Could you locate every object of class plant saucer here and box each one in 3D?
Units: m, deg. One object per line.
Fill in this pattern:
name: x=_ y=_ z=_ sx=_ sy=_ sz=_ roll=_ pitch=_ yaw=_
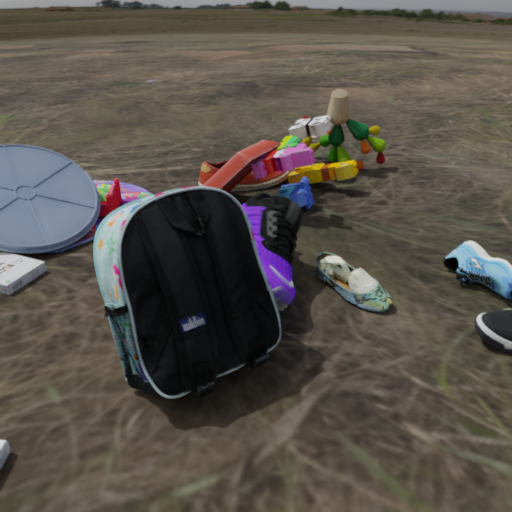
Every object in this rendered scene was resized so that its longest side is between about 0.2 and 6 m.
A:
plant saucer: x=-0.551 y=-1.990 z=13.478 sx=0.389 sy=2.116 sz=2.121 roll=50 pitch=30 yaw=-3

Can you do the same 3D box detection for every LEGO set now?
LEGO set: x=1.561 y=-2.394 z=14.444 sx=1.790 sy=1.664 sz=4.362 roll=-6 pitch=24 yaw=22

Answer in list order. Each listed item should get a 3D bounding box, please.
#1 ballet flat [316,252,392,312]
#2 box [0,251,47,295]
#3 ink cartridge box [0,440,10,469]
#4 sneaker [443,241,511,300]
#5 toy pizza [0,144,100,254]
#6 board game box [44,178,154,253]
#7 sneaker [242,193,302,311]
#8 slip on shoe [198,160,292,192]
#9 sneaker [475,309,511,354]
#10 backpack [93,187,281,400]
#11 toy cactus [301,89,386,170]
ballet flat: x=1.717 y=0.424 z=10.317 sx=0.673 sy=0.673 sz=1.812 roll=-20 pitch=33 yaw=-33
box: x=-5.019 y=0.298 z=10.982 sx=1.415 sy=0.257 sz=1.021 roll=13 pitch=30 yaw=20
ink cartridge box: x=-3.748 y=2.651 z=6.496 sx=1.272 sy=0.276 sz=1.260 roll=3 pitch=28 yaw=0
sneaker: x=4.218 y=0.387 z=10.585 sx=0.805 sy=0.702 sz=1.790 roll=-23 pitch=27 yaw=-7
toy pizza: x=-5.148 y=-1.252 z=12.454 sx=3.239 sy=0.513 sz=3.239 roll=13 pitch=47 yaw=-15
board game box: x=-4.559 y=-1.422 z=13.573 sx=3.455 sy=0.851 sz=4.372 roll=23 pitch=36 yaw=37
sneaker: x=0.244 y=-0.353 z=10.449 sx=1.597 sy=1.116 sz=3.211 roll=-43 pitch=31 yaw=9
slip on shoe: x=-0.245 y=-2.315 z=15.281 sx=2.732 sy=0.836 sz=1.012 roll=-9 pitch=28 yaw=-20
sneaker: x=4.833 y=0.942 z=8.869 sx=2.590 sy=1.073 sz=0.929 roll=3 pitch=28 yaw=5
backpack: x=-1.103 y=0.386 z=8.224 sx=2.419 sy=2.725 sz=2.051 roll=-21 pitch=14 yaw=-33
toy cactus: x=2.477 y=-3.771 z=16.396 sx=2.856 sy=2.356 sz=1.460 roll=21 pitch=53 yaw=21
